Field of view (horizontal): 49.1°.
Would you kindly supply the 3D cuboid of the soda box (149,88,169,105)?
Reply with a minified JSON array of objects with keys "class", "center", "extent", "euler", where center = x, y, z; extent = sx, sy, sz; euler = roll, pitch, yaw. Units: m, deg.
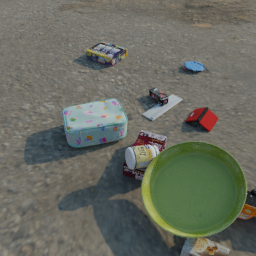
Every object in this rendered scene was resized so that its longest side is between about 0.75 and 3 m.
[{"class":"soda box","center":[1.300,-1.357,11.934],"extent":[0.360,0.322,1.016],"euler":[-21,40,-22]}]

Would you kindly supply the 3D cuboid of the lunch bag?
[{"class":"lunch bag","center":[-1.184,-0.242,10.238],"extent":[2.290,0.883,1.837],"euler":[-11,38,-13]}]

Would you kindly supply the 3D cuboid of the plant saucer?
[{"class":"plant saucer","center":[1.679,1.565,7.357],"extent":[2.664,0.414,2.664],"euler":[-11,51,14]}]

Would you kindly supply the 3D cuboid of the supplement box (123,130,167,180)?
[{"class":"supplement box","center":[0.572,0.888,9.170],"extent":[0.943,0.528,1.733],"euler":[14,44,16]}]

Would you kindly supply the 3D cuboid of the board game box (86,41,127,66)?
[{"class":"board game box","center":[-1.129,-3.996,15.012],"extent":[1.727,0.490,1.427],"euler":[24,47,25]}]

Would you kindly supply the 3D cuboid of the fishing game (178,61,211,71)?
[{"class":"fishing game","center":[3.336,-3.092,14.157],"extent":[1.490,0.232,1.067],"euler":[-5,40,-17]}]

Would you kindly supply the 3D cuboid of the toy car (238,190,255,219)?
[{"class":"toy car","center":[3.223,2.518,7.002],"extent":[1.185,0.804,2.416],"euler":[11,33,-22]}]

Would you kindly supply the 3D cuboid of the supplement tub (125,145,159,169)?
[{"class":"supplement tub","center":[0.427,0.842,8.286],"extent":[0.896,0.647,0.647],"euler":[-7,40,-19]}]

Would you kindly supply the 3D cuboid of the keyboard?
[{"class":"keyboard","center":[1.460,-0.886,11.638],"extent":[0.568,0.108,2.020],"euler":[27,46,36]}]

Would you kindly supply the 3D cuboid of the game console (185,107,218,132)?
[{"class":"game console","center":[2.886,-0.316,10.943],"extent":[0.878,0.605,1.019],"euler":[-8,27,44]}]

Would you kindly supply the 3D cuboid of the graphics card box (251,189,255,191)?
[{"class":"graphics card box","center":[4.185,1.997,8.034],"extent":[1.126,0.286,0.707],"euler":[-10,45,-10]}]

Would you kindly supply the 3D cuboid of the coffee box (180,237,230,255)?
[{"class":"coffee box","center":[1.846,3.018,6.739],"extent":[1.014,0.404,0.580],"euler":[20,44,22]}]
